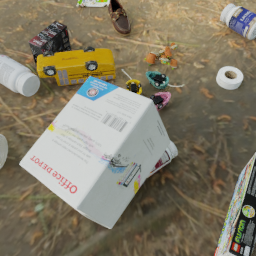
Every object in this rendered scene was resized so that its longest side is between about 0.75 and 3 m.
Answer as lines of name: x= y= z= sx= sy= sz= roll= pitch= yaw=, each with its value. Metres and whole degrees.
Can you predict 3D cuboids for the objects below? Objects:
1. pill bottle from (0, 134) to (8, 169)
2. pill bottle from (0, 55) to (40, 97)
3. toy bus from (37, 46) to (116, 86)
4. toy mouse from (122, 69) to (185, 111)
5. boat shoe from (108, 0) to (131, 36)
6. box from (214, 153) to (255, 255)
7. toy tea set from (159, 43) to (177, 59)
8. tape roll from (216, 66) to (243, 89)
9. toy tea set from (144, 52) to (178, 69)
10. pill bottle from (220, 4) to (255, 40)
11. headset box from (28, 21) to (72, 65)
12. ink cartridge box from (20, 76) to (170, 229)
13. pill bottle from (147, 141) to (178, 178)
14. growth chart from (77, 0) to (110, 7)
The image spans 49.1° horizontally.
pill bottle: x=-5.164 y=0.627 z=8.412 sx=2.686 sy=1.492 sz=1.492 roll=4 pitch=55 yaw=4
pill bottle: x=-4.242 y=-1.936 z=10.487 sx=1.784 sy=1.011 sz=1.011 roll=30 pitch=60 yaw=19
toy bus: x=-1.934 y=-2.328 z=10.694 sx=2.837 sy=1.111 sz=0.923 roll=-9 pitch=57 yaw=-6
toy mouse: x=1.024 y=-1.347 z=10.412 sx=2.148 sy=0.468 sz=2.417 roll=-9 pitch=56 yaw=-6
boat shoe: x=-0.432 y=-5.140 z=12.874 sx=0.765 sy=0.764 sz=2.172 roll=-18 pitch=58 yaw=-14
box: x=3.016 y=2.168 z=7.318 sx=0.494 sy=1.565 sz=2.845 roll=23 pitch=58 yaw=15
toy tea set: x=1.803 y=-3.262 z=11.897 sx=0.975 sy=0.361 sz=0.580 roll=-37 pitch=34 yaw=-19
tape roll: x=3.963 y=-1.960 z=10.921 sx=0.959 sy=0.335 sz=0.959 roll=0 pitch=55 yaw=1
toy tea set: x=1.346 y=-2.685 z=11.450 sx=1.341 sy=0.496 sz=0.797 roll=27 pitch=30 yaw=21
pill bottle: x=5.055 y=-4.769 z=12.468 sx=0.999 sy=0.999 sz=1.726 roll=-35 pitch=62 yaw=-22
headset box: x=-3.115 y=-3.205 z=11.205 sx=0.668 sy=1.288 sz=1.731 roll=28 pitch=61 yaw=18
ink cartridge box: x=-0.714 y=0.634 z=7.354 sx=2.170 sy=2.132 sz=2.947 roll=27 pitch=72 yaw=33
pill bottle: x=0.877 y=0.919 z=8.691 sx=1.267 sy=0.723 sz=0.723 roll=-31 pitch=61 yaw=-20
growth chart: x=-1.672 y=-6.473 z=14.165 sx=1.755 sy=0.156 sz=1.270 roll=-1 pitch=54 yaw=-2
